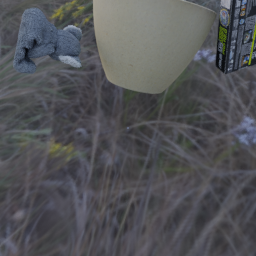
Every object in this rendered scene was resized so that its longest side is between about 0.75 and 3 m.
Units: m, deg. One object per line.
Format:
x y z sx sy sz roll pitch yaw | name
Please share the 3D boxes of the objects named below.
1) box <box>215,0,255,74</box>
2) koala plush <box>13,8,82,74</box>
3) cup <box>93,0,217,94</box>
2.750 -2.282 6.050 1.574 1.965 0.435 -19 44 -7 | box
-1.634 -1.830 6.049 1.377 1.266 1.221 11 61 -25 | koala plush
0.416 -2.015 6.783 2.862 2.047 2.862 12 19 -4 | cup
